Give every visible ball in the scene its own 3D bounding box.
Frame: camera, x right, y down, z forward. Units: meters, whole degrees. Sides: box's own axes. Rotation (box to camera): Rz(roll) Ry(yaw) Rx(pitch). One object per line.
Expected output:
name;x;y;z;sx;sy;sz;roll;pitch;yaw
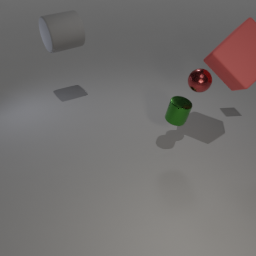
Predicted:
ball;2.113;-1.395;8.238;0.700;0.700;0.700;0;31;0

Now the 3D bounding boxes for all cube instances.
cube;3.331;-2.092;8.285;1.400;1.400;1.400;46;7;-1

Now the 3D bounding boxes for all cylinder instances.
cylinder;1.590;-0.537;8.847;0.700;0.700;0.700;9;39;-7
cylinder;-2.615;-3.823;11.131;1.400;1.400;1.400;-23;38;-25
